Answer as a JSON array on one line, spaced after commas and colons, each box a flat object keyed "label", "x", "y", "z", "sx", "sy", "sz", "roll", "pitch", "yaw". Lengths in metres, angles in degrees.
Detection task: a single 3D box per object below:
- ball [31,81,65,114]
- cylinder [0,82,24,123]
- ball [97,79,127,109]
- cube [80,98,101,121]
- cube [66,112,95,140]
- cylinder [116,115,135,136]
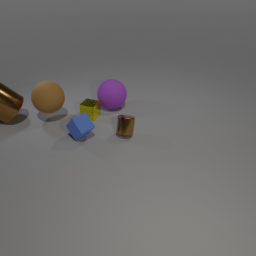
[{"label": "ball", "x": -3.427, "y": -1.319, "z": 12.029, "sx": 1.400, "sy": 1.400, "sz": 1.400, "roll": 0, "pitch": 31, "yaw": 0}, {"label": "cylinder", "x": -5.457, "y": -1.135, "z": 11.950, "sx": 1.400, "sy": 1.400, "sz": 1.400, "roll": -27, "pitch": 44, "yaw": 30}, {"label": "ball", "x": -0.754, "y": -1.601, "z": 13.189, "sx": 1.400, "sy": 1.400, "sz": 1.400, "roll": 0, "pitch": 31, "yaw": 0}, {"label": "cube", "x": -1.697, "y": -0.836, "z": 12.631, "sx": 0.700, "sy": 0.700, "sz": 0.700, "roll": 12, "pitch": 33, "yaw": 17}, {"label": "cube", "x": -1.859, "y": -0.065, "z": 10.958, "sx": 0.700, "sy": 0.700, "sz": 0.700, "roll": -31, "pitch": 86, "yaw": -40}, {"label": "cylinder", "x": -0.096, "y": -0.121, "z": 11.219, "sx": 0.700, "sy": 0.700, "sz": 0.700, "roll": 6, "pitch": 14, "yaw": -2}]
